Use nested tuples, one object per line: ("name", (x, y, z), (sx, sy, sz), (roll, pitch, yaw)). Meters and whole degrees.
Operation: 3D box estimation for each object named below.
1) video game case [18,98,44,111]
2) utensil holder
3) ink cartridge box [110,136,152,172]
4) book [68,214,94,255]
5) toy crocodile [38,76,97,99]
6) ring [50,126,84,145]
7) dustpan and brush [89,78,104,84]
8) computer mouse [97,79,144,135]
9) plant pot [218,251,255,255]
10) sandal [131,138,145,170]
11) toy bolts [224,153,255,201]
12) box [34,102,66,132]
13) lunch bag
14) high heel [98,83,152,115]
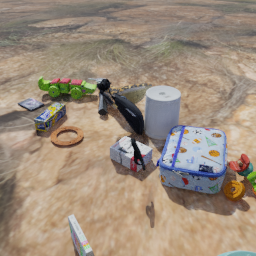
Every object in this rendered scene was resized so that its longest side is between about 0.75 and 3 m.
("video game case", (-4.494, -1.103, 12.970), (1.030, 0.098, 0.736), (22, 39, 31))
("utensil holder", (1.307, -0.618, 10.814), (1.410, 1.659, 1.410), (-1, 33, 0))
("ink cartridge box", (0.096, 0.866, 9.601), (1.218, 0.505, 0.894), (24, 41, 31))
("book", (-1.100, 2.691, 6.627), (0.268, 0.746, 1.116), (-19, 37, -24))
("toy crocodile", (-2.956, -2.043, 13.674), (2.854, 0.881, 0.964), (5, 34, 7))
("ring", (-2.346, 0.311, 10.811), (1.264, 0.121, 1.264), (1, 34, 0))
("dustpan and brush", (-1.562, -2.498, 14.879), (1.082, 0.310, 0.755), (-1, 33, -1))
("computer mouse", (-0.122, -0.817, 10.270), (0.604, 2.625, 1.843), (-35, 6, 12))
("plant pot", (2.035, 3.258, 4.859), (2.191, 1.759, 2.191), (0, 34, 0))
("sandal", (0.240, 0.769, 8.016), (0.257, 1.072, 0.403), (-19, 25, 10))
("toy bolts", (3.577, 1.636, 8.454), (1.325, 0.962, 1.387), (-34, 38, 22))
("box", (-3.206, -0.480, 11.651), (0.544, 0.499, 1.553), (12, 35, 16))
("lunch bag", (2.085, 0.918, 9.123), (2.128, 1.004, 2.656), (9, 33, 16))
("high heel", (-0.202, -1.779, 12.254), (2.675, 0.955, 1.907), (-23, 43, 22))
